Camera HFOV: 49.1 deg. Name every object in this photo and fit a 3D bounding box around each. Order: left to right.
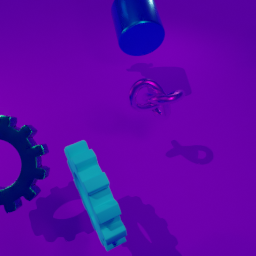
[{"bbox_3d":[-2.506,0.698,5.464,1.867,0.345,1.867,0,90,0],"label":"gear"},{"bbox_3d":[-0.636,1.218,5.177,0.364,1.969,1.969,-22,54,-18],"label":"gear"},{"bbox_3d":[0.278,-3.133,8.396,1.387,1.387,1.387,-9,64,-7],"label":"cylinder"},{"bbox_3d":[0.575,-0.681,6.538,1.210,1.293,0.597,17,66,-20],"label":"knot shape"}]
